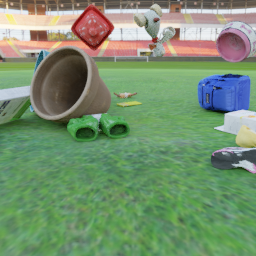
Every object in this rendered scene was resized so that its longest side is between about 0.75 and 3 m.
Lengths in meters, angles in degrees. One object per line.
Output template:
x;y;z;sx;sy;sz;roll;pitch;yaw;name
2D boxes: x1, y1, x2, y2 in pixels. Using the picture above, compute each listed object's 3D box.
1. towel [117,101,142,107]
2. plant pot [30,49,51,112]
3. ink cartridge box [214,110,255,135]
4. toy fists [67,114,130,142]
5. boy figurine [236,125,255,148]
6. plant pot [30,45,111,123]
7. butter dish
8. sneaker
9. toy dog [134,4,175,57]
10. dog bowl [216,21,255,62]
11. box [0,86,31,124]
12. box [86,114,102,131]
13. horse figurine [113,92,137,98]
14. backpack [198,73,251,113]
0.081;-1.301;15.411;1.374;0.124;0.591;-11;24;-38;towel
-2.957;-1.929;13.177;2.668;2.839;2.839;10;10;-27;plant pot
4.286;-0.161;10.024;1.180;0.695;2.049;-11;19;-36;ink cartridge box
-1.012;-0.066;9.646;2.123;0.730;1.082;-7;16;-19;toy fists
4.355;0.331;8.241;2.206;0.711;1.371;7;19;17;boy figurine
-1.935;-1.356;11.039;2.861;2.861;2.495;9;-11;30;plant pot
-1.495;-4.175;11.927;1.495;1.499;1.108;39;18;-25;butter dish
2.926;0.697;7.009;1.590;0.639;0.687;7;15;20;sneaker
1.210;-3.877;11.384;2.252;1.485;1.084;34;10;-41;toy dog
4.026;-3.174;10.576;0.573;1.553;1.553;-42;36;-26;dog bowl
-4.766;-0.762;10.592;1.923;0.484;2.665;-38;-6;28;box
-1.137;-0.198;10.426;0.894;0.556;0.436;-7;16;-23;box
-0.205;-2.122;17.954;1.396;0.348;0.925;-6;16;-20;horse figurine
4.464;-1.715;13.604;1.908;1.848;2.274;-15;22;-38;backpack
